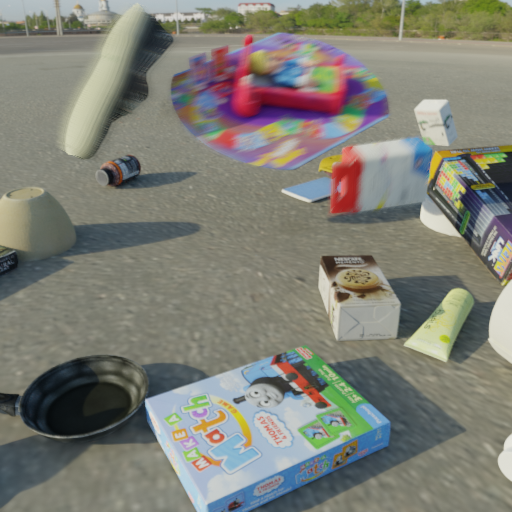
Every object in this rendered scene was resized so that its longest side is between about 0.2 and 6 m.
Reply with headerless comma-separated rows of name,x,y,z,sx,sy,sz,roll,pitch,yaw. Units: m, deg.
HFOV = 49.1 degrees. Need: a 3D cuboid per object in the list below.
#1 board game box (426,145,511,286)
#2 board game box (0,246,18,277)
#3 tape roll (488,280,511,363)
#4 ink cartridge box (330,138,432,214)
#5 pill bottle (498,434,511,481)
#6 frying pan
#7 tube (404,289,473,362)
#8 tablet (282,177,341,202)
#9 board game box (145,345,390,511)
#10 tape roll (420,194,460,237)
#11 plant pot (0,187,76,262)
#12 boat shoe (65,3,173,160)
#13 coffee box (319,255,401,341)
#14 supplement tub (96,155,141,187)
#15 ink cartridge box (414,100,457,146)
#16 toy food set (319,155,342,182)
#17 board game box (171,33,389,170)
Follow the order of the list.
board game box,5.707,-1.014,11.106,3.671,1.041,3.035,-8,43,-15
board game box,-6.049,0.393,9.862,1.979,0.412,2.926,14,29,26
tape roll,4.086,0.954,7.313,1.644,1.644,1.129,-10,27,-20
ink cartridge box,2.055,-1.377,9.677,1.747,1.015,0.587,-8,35,-9
pill bottle,3.085,2.122,6.196,0.918,0.510,0.510,-20,32,-36
frying pan,-2.570,1.890,6.797,2.584,0.421,1.563,-15,29,-24
tube,2.886,1.049,8.571,0.475,0.425,1.638,-29,5,46
tablet,1.613,-1.723,14.557,1.670,0.114,1.087,-21,33,-35
board game box,0.102,1.966,6.606,2.325,0.425,1.758,-15,30,-26
tape roll,4.594,-1.032,12.524,1.752,0.613,1.752,1,28,0
plant pot,-4.603,-0.751,11.406,1.683,1.130,1.683,1,26,0
boat shoe,-2.660,-3.314,11.088,1.231,1.159,3.427,1,64,46
coffee box,1.614,0.632,9.078,0.941,0.665,1.665,-2,26,-4
supplement tub,-3.721,-2.263,15.043,0.666,0.666,1.246,14,29,26
ink cartridge box,3.576,-2.651,11.158,0.353,0.838,0.612,-44,35,-21
toy food set,2.519,-2.172,14.978,1.125,0.625,1.913,-27,33,-28
board game box,0.604,-3.685,11.591,4.641,0.904,3.667,-32,62,-26
